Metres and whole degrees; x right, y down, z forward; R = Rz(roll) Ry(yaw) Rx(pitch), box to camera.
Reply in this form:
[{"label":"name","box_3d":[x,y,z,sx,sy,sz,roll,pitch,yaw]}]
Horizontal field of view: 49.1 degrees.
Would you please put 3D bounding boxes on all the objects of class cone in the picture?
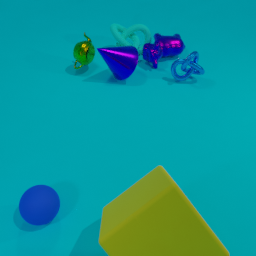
[{"label":"cone","box_3d":[-0.502,-2.222,8.659,1.189,1.184,1.184,17,26,-42]}]

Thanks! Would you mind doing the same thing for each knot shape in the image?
[{"label":"knot shape","box_3d":[0.149,-3.203,10.181,1.473,0.728,1.575,-11,74,-10]},{"label":"knot shape","box_3d":[1.969,-1.894,8.831,0.988,1.056,0.488,17,51,-30]}]

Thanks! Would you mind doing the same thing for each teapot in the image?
[{"label":"teapot","box_3d":[-1.480,-2.543,9.256,0.635,0.806,1.296,18,87,18]}]

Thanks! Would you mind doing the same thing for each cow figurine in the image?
[{"label":"cow figurine","box_3d":[1.293,-2.790,9.931,1.630,0.895,1.604,-3,38,-5]}]

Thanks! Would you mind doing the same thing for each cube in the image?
[{"label":"cube","box_3d":[0.443,1.487,4.105,1.226,1.226,1.226,-37,4,0]}]

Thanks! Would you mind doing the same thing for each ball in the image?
[{"label":"ball","box_3d":[-1.652,1.438,5.252,0.739,0.739,0.739,0,42,0]}]
